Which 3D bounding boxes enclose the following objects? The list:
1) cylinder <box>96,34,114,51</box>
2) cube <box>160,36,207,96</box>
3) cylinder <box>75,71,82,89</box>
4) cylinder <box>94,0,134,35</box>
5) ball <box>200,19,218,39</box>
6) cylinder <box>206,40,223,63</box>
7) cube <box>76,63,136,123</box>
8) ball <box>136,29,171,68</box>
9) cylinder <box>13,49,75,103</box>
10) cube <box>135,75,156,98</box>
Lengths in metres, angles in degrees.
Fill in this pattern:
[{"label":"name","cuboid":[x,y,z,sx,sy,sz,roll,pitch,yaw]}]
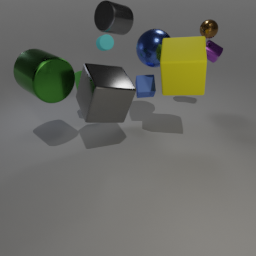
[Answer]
[{"label":"cylinder","cuboid":[-1.097,-4.035,13.280,0.700,0.700,0.700,-11,15,-19]},{"label":"cube","cuboid":[1.850,-2.056,9.369,1.400,1.400,1.400,1,49,11]},{"label":"cylinder","cuboid":[-1.744,-1.872,11.128,0.700,0.700,0.700,-11,1,0]},{"label":"cylinder","cuboid":[-0.683,-5.318,13.612,1.400,1.400,1.400,24,23,36]},{"label":"ball","cuboid":[3.124,-3.817,10.808,0.700,0.700,0.700,0,29,0]},{"label":"cylinder","cuboid":[3.453,-3.185,11.632,0.700,0.700,0.700,30,30,-6]},{"label":"cube","cuboid":[-0.778,-1.132,9.262,1.400,1.400,1.400,-1,42,-28]},{"label":"ball","cuboid":[1.004,-2.982,10.512,1.400,1.400,1.400,0,29,0]},{"label":"cylinder","cuboid":[-2.607,-1.637,8.722,1.400,1.400,1.400,-24,38,-36]},{"label":"cube","cuboid":[0.684,-1.644,11.093,0.700,0.700,0.700,-4,-12,-3]}]
